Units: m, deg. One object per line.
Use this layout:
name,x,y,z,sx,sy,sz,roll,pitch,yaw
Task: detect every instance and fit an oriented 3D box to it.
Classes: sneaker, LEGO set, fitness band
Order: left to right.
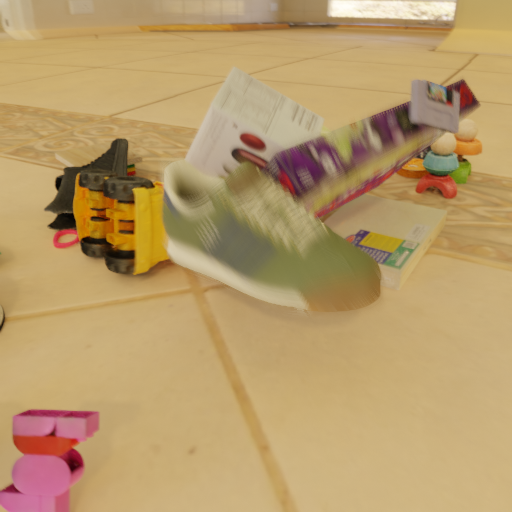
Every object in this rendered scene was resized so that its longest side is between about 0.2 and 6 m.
LEGO set,-3.441,2.262,5.070,3.642,1.494,1.389,-1,-3,9
fitness band,-3.692,-0.340,10.949,0.516,0.134,0.718,-7,27,-8
sneaker,-3.602,-1.669,12.163,1.578,0.908,3.025,2,44,-14
sneaker,-0.030,-0.410,6.964,3.282,1.474,1.101,15,35,37

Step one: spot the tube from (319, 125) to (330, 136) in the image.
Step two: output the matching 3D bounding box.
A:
tube,1.009,-1.790,11.754,0.565,1.948,0.506,38,20,13

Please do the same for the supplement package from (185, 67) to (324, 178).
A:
supplement package,-0.119,-2.089,10.866,2.027,1.938,1.491,28,47,-8

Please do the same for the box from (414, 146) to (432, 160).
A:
box,4.500,-2.787,14.673,0.523,0.890,0.875,-20,34,-33

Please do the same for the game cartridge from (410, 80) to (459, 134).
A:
game cartridge,2.808,-2.333,8.748,1.035,0.671,0.199,3,2,-34

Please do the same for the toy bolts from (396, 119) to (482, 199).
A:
toy bolts,4.311,-2.464,13.461,2.017,1.464,2.111,12,30,21

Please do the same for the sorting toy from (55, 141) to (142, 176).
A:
sorting toy,-3.939,-2.290,14.088,1.622,0.568,1.631,-21,35,-33

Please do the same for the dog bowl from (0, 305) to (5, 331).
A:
dog bowl,-4.895,0.807,8.073,2.223,0.819,2.223,0,28,0

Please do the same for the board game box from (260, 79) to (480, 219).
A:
board game box,1.456,-1.406,9.598,4.917,0.794,2.951,-28,-3,-36

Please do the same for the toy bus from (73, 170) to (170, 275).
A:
toy bus,-1.951,-0.773,10.266,2.247,1.589,2.341,-13,23,-40

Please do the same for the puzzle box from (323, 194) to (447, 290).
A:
puzzle box,2.291,-0.399,10.770,1.972,0.377,2.964,17,33,27
